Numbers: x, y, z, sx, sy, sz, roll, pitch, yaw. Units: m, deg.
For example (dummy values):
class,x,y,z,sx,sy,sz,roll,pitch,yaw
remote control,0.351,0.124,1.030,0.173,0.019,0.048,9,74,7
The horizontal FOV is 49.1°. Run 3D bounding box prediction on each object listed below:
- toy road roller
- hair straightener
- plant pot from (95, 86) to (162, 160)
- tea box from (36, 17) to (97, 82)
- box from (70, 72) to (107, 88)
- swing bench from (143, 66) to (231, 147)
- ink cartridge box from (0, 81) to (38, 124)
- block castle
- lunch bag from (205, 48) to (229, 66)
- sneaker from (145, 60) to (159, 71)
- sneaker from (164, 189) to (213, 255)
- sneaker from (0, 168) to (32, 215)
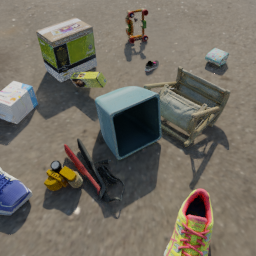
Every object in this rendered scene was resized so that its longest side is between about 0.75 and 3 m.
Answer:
class,x,y,z,sx,sy,sz,roll,pitch,yaw
toy road roller,-2.097,1.648,8.840,1.138,0.699,0.831,24,65,22
hair straightener,-0.976,1.302,9.211,1.099,0.584,2.856,-28,52,-25
plant pot,-0.167,-0.431,10.121,1.939,1.934,1.975,-25,38,-22
tea box,-2.769,-3.650,13.028,2.135,2.100,1.426,-31,53,-28
box,-1.701,-2.059,11.997,1.599,0.602,0.401,5,58,35
swing bench,2.165,-0.937,10.820,2.391,1.551,2.378,-31,52,-34
ink cartridge box,-4.561,-0.979,11.191,0.989,0.963,1.539,17,47,16
block castle,0.520,-5.524,15.186,1.137,1.702,0.798,-13,41,-12
lunch bag,4.402,-3.490,13.936,0.849,0.608,0.997,32,48,27
sneaker,1.186,-3.132,13.700,0.358,0.424,0.970,35,55,30
sneaker,1.605,2.822,7.210,1.135,1.311,2.903,11,48,9
sneaker,-4.302,1.410,8.414,2.727,1.575,1.102,25,52,23
